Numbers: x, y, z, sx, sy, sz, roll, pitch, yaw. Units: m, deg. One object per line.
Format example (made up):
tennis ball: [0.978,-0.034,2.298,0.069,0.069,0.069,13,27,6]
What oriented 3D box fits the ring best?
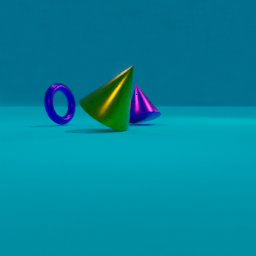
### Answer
ring: [-2.406,-0.861,10.016,0.300,1.499,1.499,-5,2,29]

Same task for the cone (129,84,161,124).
cone: [0.433,-1.015,10.509,1.363,1.368,1.363,-10,-13,-2]

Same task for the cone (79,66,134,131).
cone: [-0.269,-1.040,7.857,1.619,1.625,1.619,29,18,-11]
